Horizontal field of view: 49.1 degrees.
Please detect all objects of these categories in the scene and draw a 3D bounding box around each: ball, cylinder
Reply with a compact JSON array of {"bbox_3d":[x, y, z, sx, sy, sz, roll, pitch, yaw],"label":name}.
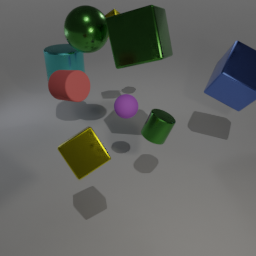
[{"bbox_3d":[-1.276,-3.044,8.688,1.400,1.400,1.400,0,31,0],"label":"ball"},{"bbox_3d":[-2.310,-2.247,10.342,1.400,1.400,1.400,0,30,0],"label":"cylinder"},{"bbox_3d":[-0.052,-0.620,8.021,0.700,0.700,0.700,0,31,0],"label":"ball"},{"bbox_3d":[0.792,-0.039,7.369,0.700,0.700,0.700,20,27,-11],"label":"cylinder"},{"bbox_3d":[-1.345,-0.970,6.421,0.700,0.700,0.700,11,31,41],"label":"cylinder"}]

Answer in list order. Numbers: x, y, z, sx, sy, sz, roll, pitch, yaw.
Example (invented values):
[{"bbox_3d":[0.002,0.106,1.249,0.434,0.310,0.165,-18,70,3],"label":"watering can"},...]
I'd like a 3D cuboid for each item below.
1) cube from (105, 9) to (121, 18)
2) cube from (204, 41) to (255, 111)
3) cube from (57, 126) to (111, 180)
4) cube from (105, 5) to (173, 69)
[{"bbox_3d":[-0.503,-3.856,10.496,0.700,0.700,0.700,-24,-19,29],"label":"cube"},{"bbox_3d":[3.576,-1.644,9.110,1.400,1.400,1.400,29,70,1],"label":"cube"},{"bbox_3d":[-0.821,0.445,5.253,0.700,0.700,0.700,-33,7,-8],"label":"cube"},{"bbox_3d":[0.373,-2.596,8.088,1.400,1.400,1.400,-7,15,23],"label":"cube"}]
